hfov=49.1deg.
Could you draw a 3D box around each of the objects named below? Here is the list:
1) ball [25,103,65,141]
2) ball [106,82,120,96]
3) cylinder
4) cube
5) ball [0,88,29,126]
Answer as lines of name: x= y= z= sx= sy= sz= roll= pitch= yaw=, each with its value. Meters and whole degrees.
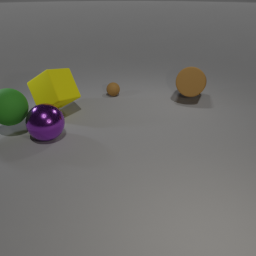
ball: x=-3.053 y=-0.214 z=10.362 sx=1.400 sy=1.400 sz=1.400 roll=0 pitch=28 yaw=0
ball: x=-0.766 y=-2.006 z=14.487 sx=0.700 sy=0.700 sz=0.700 roll=0 pitch=28 yaw=0
cylinder: x=3.103 y=-2.252 z=13.672 sx=1.400 sy=1.400 sz=1.400 roll=8 pitch=11 yaw=15
cube: x=-3.196 y=-1.651 z=12.172 sx=1.400 sy=1.400 sz=1.400 roll=-22 pitch=1 yaw=33
ball: x=-4.468 y=-0.784 z=10.501 sx=1.400 sy=1.400 sz=1.400 roll=0 pitch=28 yaw=0
